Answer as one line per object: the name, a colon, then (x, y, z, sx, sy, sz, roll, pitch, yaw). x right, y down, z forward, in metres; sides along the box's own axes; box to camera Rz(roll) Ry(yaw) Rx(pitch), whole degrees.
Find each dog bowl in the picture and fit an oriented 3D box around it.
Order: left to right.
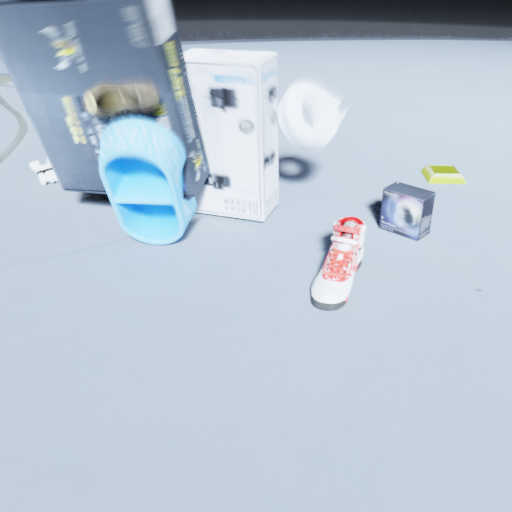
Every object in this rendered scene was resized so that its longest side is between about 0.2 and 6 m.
dog bowl: (-2.043, -1.236, 10.483, 1.550, 2.781, 0.689, 2, 52, 6)

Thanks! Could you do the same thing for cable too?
cable: (1.089, -2.919, 11.704, 0.477, 1.377, 1.377, -17, 41, 60)

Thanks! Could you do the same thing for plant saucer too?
plant saucer: (4.891, -2.158, 14.623, 0.982, 0.235, 0.980, 1, 29, 2)

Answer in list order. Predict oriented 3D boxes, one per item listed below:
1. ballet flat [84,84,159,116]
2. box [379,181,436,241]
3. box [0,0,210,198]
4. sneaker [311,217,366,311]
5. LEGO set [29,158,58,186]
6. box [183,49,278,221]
ballet flat: (-2.374, -2.680, 9.591, 1.554, 0.524, 0.360, 3, 26, 25)
box: (3.137, -0.943, 11.705, 0.952, 0.944, 0.586, 23, 36, 37)
box: (-2.838, -3.005, 10.592, 3.178, 4.030, 1.028, 6, 44, 17)
sneaker: (1.443, 0.035, 9.796, 0.675, 1.084, 2.023, 12, 31, 20)
LEGO set: (-4.272, -2.273, 14.275, 2.574, 1.056, 0.982, -22, 5, -26)
box: (-0.579, -2.515, 11.856, 1.965, 3.369, 1.013, 10, 34, 17)
